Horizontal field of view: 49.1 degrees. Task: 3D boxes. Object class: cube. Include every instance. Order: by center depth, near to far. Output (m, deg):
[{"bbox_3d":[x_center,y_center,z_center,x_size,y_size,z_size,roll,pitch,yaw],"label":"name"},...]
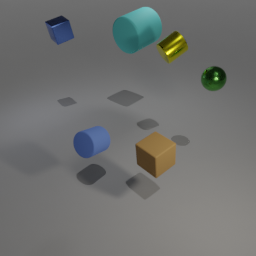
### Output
[{"bbox_3d":[0.678,0.641,6.834,0.700,0.700,0.700,-31,44,-29],"label":"cube"},{"bbox_3d":[-2.511,-3.610,10.312,0.700,0.700,0.700,-29,46,-18],"label":"cube"}]

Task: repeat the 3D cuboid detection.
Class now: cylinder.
[{"bbox_3d":[-0.931,0.354,7.265,0.700,0.700,0.700,18,21,28],"label":"cylinder"},{"bbox_3d":[1.326,-2.420,8.416,0.700,0.700,0.700,-37,34,2],"label":"cylinder"},{"bbox_3d":[0.361,-3.789,10.864,1.400,1.400,1.400,25,47,36],"label":"cylinder"}]

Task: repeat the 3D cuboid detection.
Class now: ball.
[{"bbox_3d":[2.415,-1.388,7.899,0.700,0.700,0.700,0,30,0],"label":"ball"}]
